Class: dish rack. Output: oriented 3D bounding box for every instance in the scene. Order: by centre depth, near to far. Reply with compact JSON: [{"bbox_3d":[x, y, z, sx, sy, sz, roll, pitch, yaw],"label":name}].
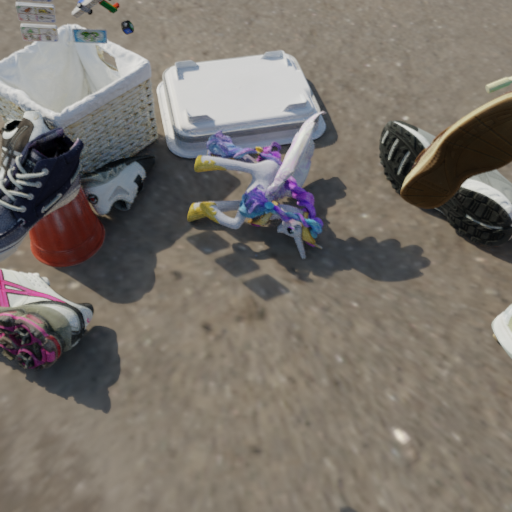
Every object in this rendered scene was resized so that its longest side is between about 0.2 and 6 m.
[{"bbox_3d":[-0.385,-3.514,12.258,3.439,0.749,2.952,-9,51,-9],"label":"dish rack"}]

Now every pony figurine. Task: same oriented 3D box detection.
[{"bbox_3d":[0.209,-1.359,10.007,2.510,2.091,2.423,15,85,8],"label":"pony figurine"}]

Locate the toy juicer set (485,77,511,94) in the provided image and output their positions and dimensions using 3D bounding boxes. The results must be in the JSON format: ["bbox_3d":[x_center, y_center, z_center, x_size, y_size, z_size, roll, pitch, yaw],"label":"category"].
[{"bbox_3d":[5.562,-3.164,12.141,1.392,0.595,2.188,-5,53,20],"label":"toy juicer set"}]

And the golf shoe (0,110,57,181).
[{"bbox_3d":[-4.154,-1.839,10.069,0.907,2.332,1.102,-18,92,-45],"label":"golf shoe"}]

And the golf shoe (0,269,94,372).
[{"bbox_3d":[-3.946,0.727,8.763,2.888,1.048,1.330,24,35,13],"label":"golf shoe"}]

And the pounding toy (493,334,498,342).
[{"bbox_3d":[4.901,0.653,8.415,1.347,1.895,1.745,38,46,27],"label":"pounding toy"}]

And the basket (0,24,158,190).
[{"bbox_3d":[-3.519,-2.957,11.036,2.341,1.900,2.362,32,59,23],"label":"basket"}]

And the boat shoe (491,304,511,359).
[{"bbox_3d":[2.583,0.936,4.677,0.565,0.492,1.534,13,33,-23],"label":"boat shoe"}]

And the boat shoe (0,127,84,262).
[{"bbox_3d":[-2.294,-0.621,5.360,0.626,0.778,1.678,30,45,1],"label":"boat shoe"}]

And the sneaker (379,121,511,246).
[{"bbox_3d":[3.600,-1.465,10.449,1.259,1.174,3.176,-30,63,-33],"label":"sneaker"}]

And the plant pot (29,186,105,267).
[{"bbox_3d":[-3.396,-0.714,9.624,1.323,1.286,1.323,0,51,0],"label":"plant pot"}]

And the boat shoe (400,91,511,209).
[{"bbox_3d":[2.568,-1.392,6.839,0.797,2.209,0.795,25,62,-6],"label":"boat shoe"}]

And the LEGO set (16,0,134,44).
[{"bbox_3d":[-2.862,-3.944,8.931,1.791,1.338,0.440,-3,74,-15],"label":"LEGO set"}]

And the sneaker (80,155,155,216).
[{"bbox_3d":[-2.529,-1.350,10.601,0.747,0.892,2.016,-4,23,28],"label":"sneaker"}]
